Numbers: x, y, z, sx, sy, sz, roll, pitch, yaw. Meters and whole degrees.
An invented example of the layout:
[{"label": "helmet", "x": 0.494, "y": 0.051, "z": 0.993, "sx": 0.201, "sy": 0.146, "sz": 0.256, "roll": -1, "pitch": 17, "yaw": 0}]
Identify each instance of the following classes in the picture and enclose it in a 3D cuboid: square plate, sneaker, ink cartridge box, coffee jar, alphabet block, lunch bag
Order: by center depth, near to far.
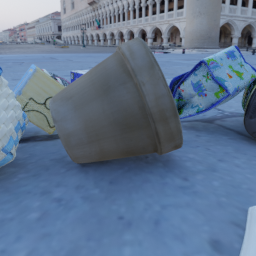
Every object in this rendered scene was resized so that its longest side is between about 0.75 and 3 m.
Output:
[{"label": "square plate", "x": 1.909, "y": 1.259, "z": 2.973, "sx": 1.262, "sy": 0.179, "sz": 1.250, "roll": 9, "pitch": 20, "yaw": 26}, {"label": "alphabet block", "x": -1.985, "y": -0.683, "z": 6.440, "sx": 1.123, "sy": 1.097, "sz": 1.103, "roll": 37, "pitch": 2, "yaw": -27}, {"label": "coffee jar", "x": 3.447, "y": -0.617, "z": 6.774, "sx": 1.163, "sy": 1.422, "sz": 2.726, "roll": 18, "pitch": 22, "yaw": 14}, {"label": "lunch bag", "x": 1.934, "y": -0.990, "z": 7.051, "sx": 1.648, "sy": 1.235, "sz": 1.938, "roll": -28, "pitch": -12, "yaw": -36}, {"label": "sneaker", "x": -3.023, "y": -1.717, "z": 11.324, "sx": 0.901, "sy": 0.973, "sz": 2.414, "roll": 6, "pitch": 18, "yaw": -38}, {"label": "ink cartridge box", "x": -1.447, "y": -2.042, "z": 12.173, "sx": 2.335, "sy": 0.891, "sz": 1.593, "roll": -10, "pitch": 20, "yaw": -34}]

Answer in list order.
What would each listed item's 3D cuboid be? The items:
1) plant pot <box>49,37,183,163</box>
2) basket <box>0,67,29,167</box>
[{"label": "plant pot", "x": -0.309, "y": -0.296, "z": 5.106, "sx": 1.873, "sy": 2.159, "sz": 2.159, "roll": -21, "pitch": 20, "yaw": -2}, {"label": "basket", "x": -2.790, "y": -0.398, "z": 4.246, "sx": 1.679, "sy": 2.414, "sz": 2.129, "roll": -27, "pitch": 24, "yaw": 5}]
